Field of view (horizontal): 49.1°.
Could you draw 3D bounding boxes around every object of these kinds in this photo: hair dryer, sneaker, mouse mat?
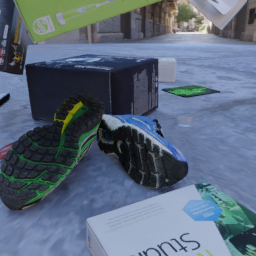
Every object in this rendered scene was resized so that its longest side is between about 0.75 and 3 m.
[{"bbox_3d":[-2.193,0.373,6.322,1.269,0.453,1.666,-9,9,28],"label":"hair dryer"},{"bbox_3d":[0.340,0.218,5.561,1.227,1.081,2.751,-13,23,-24],"label":"sneaker"},{"bbox_3d":[2.699,-1.609,12.036,2.051,0.077,1.651,-12,23,-28],"label":"mouse mat"},{"bbox_3d":[-1.198,0.483,5.114,1.045,1.141,2.678,21,40,13],"label":"sneaker"}]

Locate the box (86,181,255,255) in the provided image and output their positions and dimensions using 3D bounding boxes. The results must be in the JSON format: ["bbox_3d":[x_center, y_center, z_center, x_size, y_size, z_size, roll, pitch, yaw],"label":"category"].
[{"bbox_3d":[0.950,1.536,2.777,1.954,0.492,2.707,-11,24,-26],"label":"box"}]

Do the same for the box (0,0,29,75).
[{"bbox_3d":[-3.435,-2.848,7.150,2.102,2.654,0.642,16,7,23],"label":"box"}]

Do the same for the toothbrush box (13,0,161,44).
[{"bbox_3d":[-0.455,-2.526,4.319,2.779,1.196,2.024,-21,36,-10],"label":"toothbrush box"}]

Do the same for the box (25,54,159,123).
[{"bbox_3d":[-0.928,-1.216,8.548,2.894,1.728,2.943,10,24,27],"label":"box"}]

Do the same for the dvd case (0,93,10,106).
[{"bbox_3d":[-5.696,-0.919,9.904,2.492,0.219,1.778,-2,20,-6],"label":"dvd case"}]

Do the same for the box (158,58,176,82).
[{"bbox_3d":[1.788,-2.959,14.229,1.255,1.075,1.249,3,20,4],"label":"box"}]

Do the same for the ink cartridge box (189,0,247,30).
[{"bbox_3d":[2.617,-3.652,8.046,1.134,1.105,1.764,44,25,5],"label":"ink cartridge box"}]
